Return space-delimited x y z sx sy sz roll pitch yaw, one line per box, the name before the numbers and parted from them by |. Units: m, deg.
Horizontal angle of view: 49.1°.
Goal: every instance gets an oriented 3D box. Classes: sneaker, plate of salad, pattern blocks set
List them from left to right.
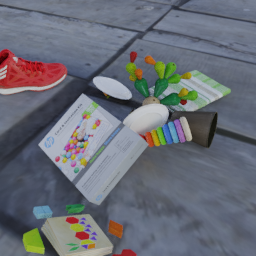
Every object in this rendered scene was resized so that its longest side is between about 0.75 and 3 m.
sneaker | -3.093 -1.825 8.697 2.304 1.331 0.903 -20 62 -13
pattern blocks set | -0.856 1.870 4.808 1.789 0.165 2.035 7 12 -25
plate of salad | -0.495 -1.201 8.688 1.294 0.311 1.294 21 28 -11
plate of salad | 0.390 -0.157 6.926 1.310 1.310 0.315 -15 53 -16

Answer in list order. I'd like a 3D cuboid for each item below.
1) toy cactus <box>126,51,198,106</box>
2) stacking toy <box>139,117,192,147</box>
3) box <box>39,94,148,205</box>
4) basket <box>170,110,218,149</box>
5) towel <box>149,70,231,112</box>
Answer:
toy cactus | 0.747 -0.988 7.555 2.090 1.725 1.069 24 5 -12
stacking toy | 0.780 0.216 6.730 1.402 0.598 0.598 -18 41 8
box | -0.863 0.380 6.396 1.691 0.446 2.169 -50 54 -4
basket | 1.678 -0.068 7.273 1.064 0.959 0.723 16 13 28
towel | 1.934 -1.110 8.824 2.141 0.329 1.597 -24 48 -27
